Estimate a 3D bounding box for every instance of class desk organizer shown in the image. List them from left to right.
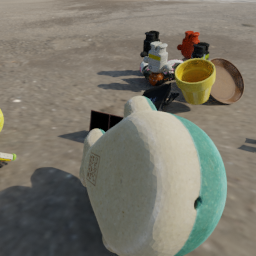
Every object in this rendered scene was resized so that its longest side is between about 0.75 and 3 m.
[{"bbox_3d":[-0.187,0.059,6.426,1.528,0.588,0.548,13,72,20],"label":"desk organizer"}]

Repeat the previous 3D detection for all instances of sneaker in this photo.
[{"bbox_3d":[1.339,-1.919,9.971,1.801,0.723,0.777,-4,46,-5],"label":"sneaker"}]

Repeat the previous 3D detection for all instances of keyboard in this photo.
[{"bbox_3d":[0.774,-0.651,7.726,1.259,0.269,2.096,-13,29,29],"label":"keyboard"}]

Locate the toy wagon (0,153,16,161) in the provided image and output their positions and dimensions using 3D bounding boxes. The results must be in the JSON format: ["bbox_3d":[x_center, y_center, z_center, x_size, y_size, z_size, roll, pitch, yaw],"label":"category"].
[{"bbox_3d":[-2.799,0.575,5.746,0.897,0.178,0.696,-4,-15,26],"label":"toy wagon"}]

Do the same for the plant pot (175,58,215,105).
[{"bbox_3d":[1.887,-1.218,7.803,1.060,0.997,1.060,-9,48,10],"label":"plant pot"}]

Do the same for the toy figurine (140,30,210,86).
[{"bbox_3d":[1.601,-2.369,9.800,2.273,1.582,2.238,-1,34,-4],"label":"toy figurine"}]

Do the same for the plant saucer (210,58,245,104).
[{"bbox_3d":[2.919,-1.434,8.713,1.527,1.527,0.279,-16,-8,-24],"label":"plant saucer"}]

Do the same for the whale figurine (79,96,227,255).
[{"bbox_3d":[0.197,0.705,4.244,1.511,2.317,2.912,9,-2,-29],"label":"whale figurine"}]

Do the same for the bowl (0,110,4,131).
[{"bbox_3d":[-3.425,-0.257,6.786,1.075,1.075,0.578,6,18,11],"label":"bowl"}]
